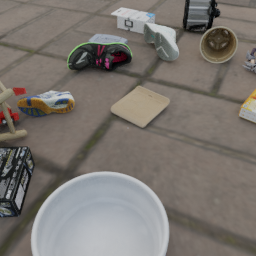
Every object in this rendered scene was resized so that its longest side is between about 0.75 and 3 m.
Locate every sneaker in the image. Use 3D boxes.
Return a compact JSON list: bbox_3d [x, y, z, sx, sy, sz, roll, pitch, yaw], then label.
[{"bbox_3d":[-2.667,-0.844,9.158,1.772,0.667,0.781,-2,37,-16],"label":"sneaker"},{"bbox_3d":[-1.061,-2.765,10.947,2.650,1.017,1.110,-15,40,-14],"label":"sneaker"},{"bbox_3d":[1.653,-3.882,12.175,1.181,1.036,2.947,-9,42,-14],"label":"sneaker"}]

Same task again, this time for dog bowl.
[{"bbox_3d":[-0.504,2.147,5.513,2.531,0.997,2.531,0,42,0],"label":"dog bowl"}]

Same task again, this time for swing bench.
[{"bbox_3d":[-4.815,-0.516,7.903,2.728,1.770,2.713,-28,49,-27],"label":"swing bench"}]

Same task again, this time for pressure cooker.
[{"bbox_3d":[3.574,-5.548,13.559,1.725,1.541,1.517,4,56,6],"label":"pressure cooker"}]

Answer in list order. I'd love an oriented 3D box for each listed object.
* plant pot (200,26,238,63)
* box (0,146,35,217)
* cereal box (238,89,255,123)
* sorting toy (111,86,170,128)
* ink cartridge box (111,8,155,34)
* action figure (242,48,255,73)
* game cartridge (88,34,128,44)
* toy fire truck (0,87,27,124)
[{"bbox_3d":[3.789,-3.618,11.735,1.461,1.461,1.338,11,32,12],"label":"plant pot"},{"bbox_3d":[-3.126,1.258,6.716,1.325,0.697,1.618,-2,42,-2],"label":"box"},{"bbox_3d":[4.798,-0.464,8.795,2.139,0.423,1.539,27,45,27],"label":"cereal box"},{"bbox_3d":[0.414,-0.707,9.253,1.409,0.278,1.522,28,53,27],"label":"sorting toy"},{"bbox_3d":[0.243,-5.441,14.153,1.960,0.654,1.135,21,46,22],"label":"ink cartridge box"},{"bbox_3d":[5.577,-2.790,11.144,1.550,0.826,2.382,34,55,24],"label":"action figure"},{"bbox_3d":[-0.900,-3.875,12.709,1.618,0.327,1.079,16,48,17],"label":"game cartridge"},{"bbox_3d":[-3.809,-0.654,8.572,1.461,1.031,0.356,-12,11,-13],"label":"toy fire truck"}]
